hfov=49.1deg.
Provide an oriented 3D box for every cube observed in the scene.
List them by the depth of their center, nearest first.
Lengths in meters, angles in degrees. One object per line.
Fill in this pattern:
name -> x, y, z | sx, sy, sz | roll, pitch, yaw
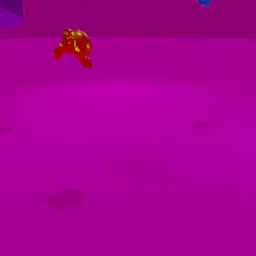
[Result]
cube -> -4.116, -3.981, 9.258 | 0.912, 0.912, 0.912 | -14, -11, 27

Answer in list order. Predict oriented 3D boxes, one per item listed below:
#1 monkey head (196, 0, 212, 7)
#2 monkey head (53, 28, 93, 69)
monkey head -> 2.731, -4.674, 9.705 | 0.825, 0.691, 1.147 | -26, 51, 17
monkey head -> -1.113, -1.628, 5.719 | 0.740, 1.029, 0.620 | -34, -24, 26
